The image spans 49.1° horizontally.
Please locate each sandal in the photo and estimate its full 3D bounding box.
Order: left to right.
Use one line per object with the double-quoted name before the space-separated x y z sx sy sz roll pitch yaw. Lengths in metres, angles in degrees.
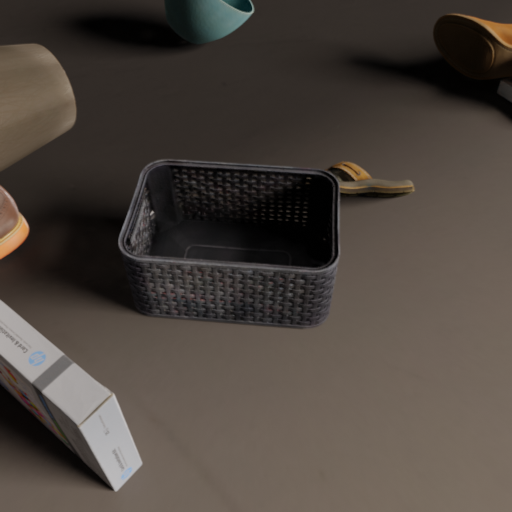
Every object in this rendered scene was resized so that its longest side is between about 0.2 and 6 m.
"sandal" 1.497 -1.185 8.603 1.891 0.773 0.516 1 90 -2

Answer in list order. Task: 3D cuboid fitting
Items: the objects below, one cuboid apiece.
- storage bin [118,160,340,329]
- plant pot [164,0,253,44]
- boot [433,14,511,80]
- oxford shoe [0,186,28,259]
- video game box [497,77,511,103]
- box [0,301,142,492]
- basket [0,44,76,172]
"storage bin" -0.283 -0.181 7.511 2.678 1.255 1.810 5 50 3
"plant pot" -1.146 -5.097 11.411 1.834 1.235 1.834 29 36 -24
"boot" 4.988 -4.216 10.717 2.708 1.038 2.102 28 54 26
"oxford shoe" -4.431 -0.014 7.469 0.985 1.007 2.762 24 53 25
"video game box" 5.529 -2.999 10.471 1.313 0.337 1.441 -22 51 -16
"box" -2.218 1.366 5.897 2.169 1.691 0.447 32 56 24
"basket" -4.410 -2.292 8.839 1.805 2.393 2.654 13 37 42
